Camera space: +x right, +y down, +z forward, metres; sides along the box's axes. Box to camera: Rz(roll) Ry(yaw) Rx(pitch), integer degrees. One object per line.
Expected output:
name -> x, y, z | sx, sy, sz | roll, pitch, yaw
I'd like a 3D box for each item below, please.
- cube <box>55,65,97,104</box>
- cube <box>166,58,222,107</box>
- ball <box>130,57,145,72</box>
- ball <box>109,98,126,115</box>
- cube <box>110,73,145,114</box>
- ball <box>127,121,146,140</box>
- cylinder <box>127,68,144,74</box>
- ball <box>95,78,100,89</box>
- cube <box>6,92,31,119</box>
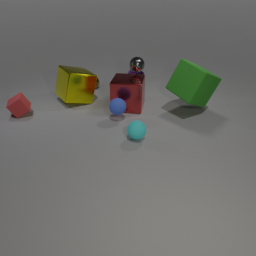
cube -> -2.481, -2.047, 13.233 | 1.400, 1.400, 1.400 | -2, 26, -36
cube -> 2.742, -1.873, 11.769 | 1.400, 1.400, 1.400 | 4, 30, -47
ball -> 0.420, -2.935, 12.942 | 0.700, 0.700, 0.700 | 0, 29, 0
ball -> -0.425, -0.880, 11.523 | 0.700, 0.700, 0.700 | 0, 29, 0
cube -> 0.002, -1.595, 12.742 | 1.400, 1.400, 1.400 | 4, 29, 8
ball -> 0.318, 0.076, 10.241 | 0.700, 0.700, 0.700 | 0, 29, 0
cylinder -> 0.433, -3.059, 15.831 | 0.700, 0.700, 0.700 | 35, 21, -21
ball -> -1.876, -2.444, 15.003 | 0.700, 0.700, 0.700 | 0, 29, 0
cube -> -4.695, -0.982, 12.064 | 0.700, 0.700, 0.700 | -31, 35, 5
